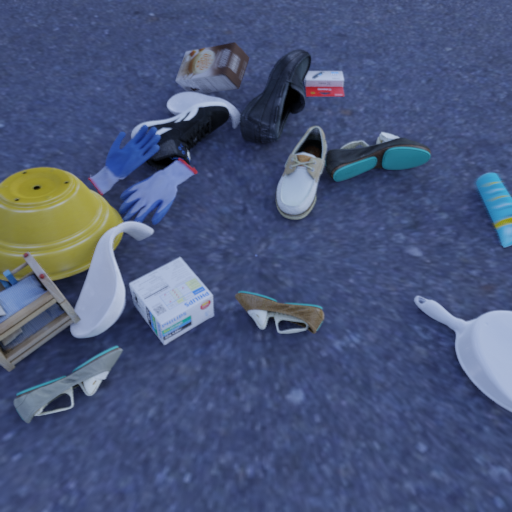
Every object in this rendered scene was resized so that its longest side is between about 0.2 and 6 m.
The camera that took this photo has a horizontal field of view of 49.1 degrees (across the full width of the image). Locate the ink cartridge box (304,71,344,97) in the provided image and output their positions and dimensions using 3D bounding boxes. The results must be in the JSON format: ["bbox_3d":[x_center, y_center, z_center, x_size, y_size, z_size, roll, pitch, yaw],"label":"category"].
[{"bbox_3d":[1.823,-4.603,14.960,1.033,0.231,0.910,0,48,0],"label":"ink cartridge box"}]

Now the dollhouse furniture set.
[{"bbox_3d":[-4.392,0.538,9.610,1.468,1.460,2.083,-37,58,-18],"label":"dollhouse furniture set"}]

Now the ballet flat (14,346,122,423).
[{"bbox_3d":[-2.942,2.111,9.079,1.829,0.616,0.583,-25,81,-19],"label":"ballet flat"}]

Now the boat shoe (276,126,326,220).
[{"bbox_3d":[0.988,-1.870,12.206,0.920,0.842,2.463,10,50,9],"label":"boat shoe"}]

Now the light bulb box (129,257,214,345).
[{"bbox_3d":[-1.500,0.793,10.025,1.093,0.688,1.103,-29,56,-23],"label":"light bulb box"}]

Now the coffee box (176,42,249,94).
[{"bbox_3d":[-1.117,-4.724,14.188,1.667,0.664,0.953,5,72,36],"label":"coffee box"}]

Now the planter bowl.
[{"bbox_3d":[-4.116,-0.878,10.801,2.918,1.215,2.918,1,38,-1],"label":"planter bowl"}]

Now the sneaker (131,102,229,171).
[{"bbox_3d":[-1.530,-2.640,12.964,2.415,0.882,1.351,-22,60,-14],"label":"sneaker"}]

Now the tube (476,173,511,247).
[{"bbox_3d":[5.172,-0.966,11.744,0.691,0.449,1.784,-21,52,13],"label":"tube"}]

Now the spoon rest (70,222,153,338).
[{"bbox_3d":[-2.683,0.347,10.172,1.284,0.784,2.585,-21,39,37],"label":"spoon rest"}]

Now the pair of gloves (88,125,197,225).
[{"bbox_3d":[-2.472,-1.723,11.940,1.895,0.269,2.358,-43,65,-4],"label":"pair of gloves"}]

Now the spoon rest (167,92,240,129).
[{"bbox_3d":[-1.314,-3.714,13.971,1.911,0.579,0.950,17,51,13],"label":"spoon rest"}]

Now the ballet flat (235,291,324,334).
[{"bbox_3d":[0.372,1.066,9.986,1.644,0.557,0.595,12,69,5],"label":"ballet flat"}]

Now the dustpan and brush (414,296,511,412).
[{"bbox_3d":[3.882,1.387,9.627,2.609,0.747,1.821,40,63,21],"label":"dustpan and brush"}]

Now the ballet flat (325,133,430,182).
[{"bbox_3d":[2.693,-2.333,12.573,2.421,0.823,0.828,-11,60,-10],"label":"ballet flat"}]

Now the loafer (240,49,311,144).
[{"bbox_3d":[0.731,-3.914,13.820,1.139,1.101,3.244,19,58,19],"label":"loafer"}]
